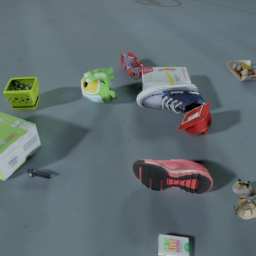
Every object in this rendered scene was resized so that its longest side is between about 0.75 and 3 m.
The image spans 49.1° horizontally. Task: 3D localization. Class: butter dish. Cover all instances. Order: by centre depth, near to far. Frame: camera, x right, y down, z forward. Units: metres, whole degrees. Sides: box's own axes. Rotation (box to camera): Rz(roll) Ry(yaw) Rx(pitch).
[{"bbox_3d":[2.867,-0.187,11.237,1.346,0.995,1.342,-29,17,38],"label":"butter dish"}]

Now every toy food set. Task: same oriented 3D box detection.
[{"bbox_3d":[6.444,-3.188,15.207,1.355,0.571,1.889,-5,39,-6],"label":"toy food set"}]

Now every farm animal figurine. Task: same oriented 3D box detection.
[{"bbox_3d":[3.966,2.402,8.059,1.774,0.935,1.793,0,43,20],"label":"farm animal figurine"}]

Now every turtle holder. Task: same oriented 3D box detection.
[{"bbox_3d":[-1.329,-1.850,12.536,1.472,1.575,2.073,-6,15,1],"label":"turtle holder"}]

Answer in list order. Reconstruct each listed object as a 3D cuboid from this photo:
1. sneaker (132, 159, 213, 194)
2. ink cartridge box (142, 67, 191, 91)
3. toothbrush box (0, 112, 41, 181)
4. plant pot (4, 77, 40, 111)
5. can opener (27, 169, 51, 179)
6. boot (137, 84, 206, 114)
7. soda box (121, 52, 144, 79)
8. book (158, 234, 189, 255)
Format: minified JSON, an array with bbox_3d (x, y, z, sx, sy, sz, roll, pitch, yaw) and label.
[{"bbox_3d":[1.444,1.480,9.335,2.574,0.948,1.116,10,25,7],"label":"sneaker"},{"bbox_3d":[1.824,-2.237,13.722,2.247,0.937,1.631,0,39,0],"label":"ink cartridge box"},{"bbox_3d":[-4.910,0.458,10.183,2.689,1.158,1.958,17,42,19],"label":"toothbrush box"},{"bbox_3d":[-4.689,-1.493,12.631,1.274,1.156,1.268,-2,39,-3],"label":"plant pot"},{"bbox_3d":[-3.034,1.552,9.533,0.878,0.278,0.345,9,39,12],"label":"can opener"},{"bbox_3d":[1.919,-1.194,12.339,2.904,1.056,1.312,-11,43,-7],"label":"boot"},{"bbox_3d":[0.220,-3.478,15.446,0.656,0.724,2.069,-12,40,-15],"label":"soda box"},{"bbox_3d":[1.230,3.210,7.569,0.801,0.192,0.535,5,42,4],"label":"book"}]
